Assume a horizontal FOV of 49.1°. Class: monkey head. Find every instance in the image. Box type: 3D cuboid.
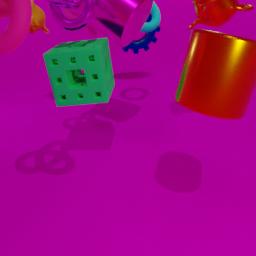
[{"bbox_3d":[2.086,-2.874,6.752,1.632,0.983,1.174,-8,34,32],"label":"monkey head"},{"bbox_3d":[-2.749,-3.269,8.320,0.883,1.227,0.739,20,53,40],"label":"monkey head"}]

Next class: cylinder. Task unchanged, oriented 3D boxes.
[{"bbox_3d":[-0.318,-2.904,6.749,1.369,1.369,1.369,36,35,4],"label":"cylinder"},{"bbox_3d":[1.340,-0.809,4.147,1.083,1.083,1.083,11,20,-4],"label":"cylinder"}]

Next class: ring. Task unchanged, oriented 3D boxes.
[{"bbox_3d":[0.381,-3.442,8.321,1.315,1.315,0.263,-17,-9,-29],"label":"ring"}]

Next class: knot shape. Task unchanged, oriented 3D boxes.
[{"bbox_3d":[-1.916,-1.791,3.705,1.552,0.717,1.452,13,65,-3],"label":"knot shape"},{"bbox_3d":[-1.433,-3.986,9.464,0.868,1.758,1.879,-34,22,-29],"label":"knot shape"},{"bbox_3d":[-1.396,-2.635,5.558,1.289,0.636,1.377,-7,72,-30],"label":"knot shape"}]

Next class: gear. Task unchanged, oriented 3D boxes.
[{"bbox_3d":[0.322,-3.998,11.308,1.934,1.934,0.358,-6,35,-10],"label":"gear"}]

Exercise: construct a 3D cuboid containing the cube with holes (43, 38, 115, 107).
[{"bbox_3d":[-1.009,-1.264,6.245,1.144,1.144,1.144,-4,27,8],"label":"cube with holes"}]
